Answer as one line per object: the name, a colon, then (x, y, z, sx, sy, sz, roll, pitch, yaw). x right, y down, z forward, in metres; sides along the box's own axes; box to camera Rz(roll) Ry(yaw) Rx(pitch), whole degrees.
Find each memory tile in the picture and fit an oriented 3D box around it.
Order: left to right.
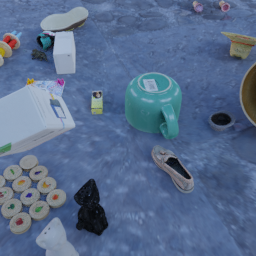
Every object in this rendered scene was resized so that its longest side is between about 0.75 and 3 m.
memory tile: (-2.814, 1.711, 7.696, 1.607, 0.176, 2.097, -32, 53, -28)

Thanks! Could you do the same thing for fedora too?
fedora: (3.124, -0.182, 9.407, 0.873, 0.394, 0.772, -24, 49, -16)

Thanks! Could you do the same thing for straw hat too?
straw hat: (4.956, -3.541, 12.294, 2.190, 0.927, 2.190, 8, 25, -4)

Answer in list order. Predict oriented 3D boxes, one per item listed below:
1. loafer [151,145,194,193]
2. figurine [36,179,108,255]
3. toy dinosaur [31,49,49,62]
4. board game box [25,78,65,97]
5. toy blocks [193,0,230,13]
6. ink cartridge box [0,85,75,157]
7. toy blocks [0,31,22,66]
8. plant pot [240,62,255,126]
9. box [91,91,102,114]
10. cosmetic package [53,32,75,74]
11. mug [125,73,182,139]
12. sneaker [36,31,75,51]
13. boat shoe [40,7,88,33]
loafer: (1.307, 1.047, 8.078, 0.637, 0.557, 1.772, -22, 49, -21)
figurine: (-1.203, 2.165, 6.149, 0.766, 1.736, 1.780, 25, 51, 23)
toy dinosaur: (-3.931, -3.256, 12.426, 1.109, 0.427, 0.567, 15, 54, 18)
board game box: (-3.302, -1.410, 10.760, 1.514, 0.196, 1.514, 0, 45, 0)
toy blocks: (4.756, -7.438, 15.270, 2.075, 2.220, 1.869, -1, 40, -1)
ink cartridge box: (-1.742, -0.059, 4.760, 1.209, 1.664, 0.728, -25, 87, 4)
toy blocks: (-5.969, -3.767, 12.649, 1.874, 0.817, 2.249, 8, 46, 8)
plant pot: (5.359, -1.277, 9.174, 2.511, 2.511, 2.694, 32, 31, 28)
box: (-1.130, -0.952, 10.261, 0.395, 0.263, 1.049, -4, 46, -3)
cosmetic package: (-2.684, -3.244, 12.002, 0.798, 1.012, 1.881, -4, 44, -4)
mug: (1.006, -0.895, 9.378, 2.303, 1.424, 1.893, 26, 51, 24)
sneaker: (-3.487, -4.023, 12.909, 1.829, 0.765, 1.104, 10, 41, 21)
boat shoe: (-3.199, -5.316, 14.195, 2.650, 0.789, 0.952, -35, 81, -28)
